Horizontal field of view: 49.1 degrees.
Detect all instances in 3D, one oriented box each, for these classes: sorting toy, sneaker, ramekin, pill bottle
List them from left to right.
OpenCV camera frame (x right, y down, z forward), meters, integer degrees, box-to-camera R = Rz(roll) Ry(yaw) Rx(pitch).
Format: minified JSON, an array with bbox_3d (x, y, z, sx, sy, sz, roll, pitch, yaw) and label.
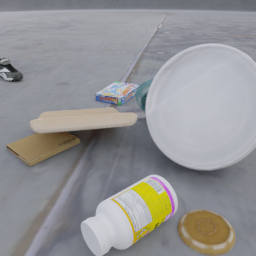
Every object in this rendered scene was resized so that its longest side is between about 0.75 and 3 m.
[{"bbox_3d":[-5.345,-2.629,12.386,1.939,0.877,0.644,23,36,36],"label":"sneaker"},{"bbox_3d":[-1.195,-0.174,7.337,2.384,0.470,2.575,-5,9,-13],"label":"sorting toy"},{"bbox_3d":[0.036,1.448,4.685,1.578,0.823,0.823,-22,35,-34],"label":"pill bottle"},{"bbox_3d":[1.848,-0.421,6.429,2.718,2.718,1.266,19,5,31],"label":"ramekin"}]

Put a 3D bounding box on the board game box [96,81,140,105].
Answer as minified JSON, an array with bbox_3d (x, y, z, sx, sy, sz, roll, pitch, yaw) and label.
[{"bbox_3d":[-0.343,-1.339,10.571,1.089,0.277,1.609,13,30,23],"label":"board game box"}]

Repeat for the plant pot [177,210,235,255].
[{"bbox_3d":[1.359,1.749,4.858,0.981,0.135,0.981,0,28,0],"label":"plant pot"}]

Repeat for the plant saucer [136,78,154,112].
[{"bbox_3d":[1.108,-0.749,8.106,1.835,1.835,0.251,5,57,9],"label":"plant saucer"}]

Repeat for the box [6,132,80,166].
[{"bbox_3d":[-2.217,0.414,7.349,1.210,0.157,1.480,22,36,40],"label":"box"}]
